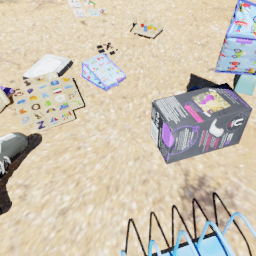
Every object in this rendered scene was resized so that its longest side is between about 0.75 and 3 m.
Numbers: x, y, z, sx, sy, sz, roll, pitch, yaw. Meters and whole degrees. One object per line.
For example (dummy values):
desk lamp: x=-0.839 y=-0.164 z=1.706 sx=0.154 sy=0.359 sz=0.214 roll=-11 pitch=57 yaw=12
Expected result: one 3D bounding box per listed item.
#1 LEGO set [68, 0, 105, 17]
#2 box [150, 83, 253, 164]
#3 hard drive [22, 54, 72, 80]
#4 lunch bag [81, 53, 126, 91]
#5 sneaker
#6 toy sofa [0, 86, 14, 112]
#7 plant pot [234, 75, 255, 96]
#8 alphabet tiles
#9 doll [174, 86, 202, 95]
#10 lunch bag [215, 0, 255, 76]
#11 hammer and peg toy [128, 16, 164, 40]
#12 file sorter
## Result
LEGO set: x=-1.262 y=-3.592 z=8.253 sx=1.187 sy=0.291 sz=0.887 roll=-21 pitch=81 yaw=-43
box: x=1.985 y=-0.149 z=7.995 sx=2.417 sy=1.478 sz=1.282 roll=-13 pitch=46 yaw=-13
hard drive: x=-3.120 y=-2.273 z=10.966 sx=1.212 sy=0.328 sz=1.735 roll=16 pitch=46 yaw=15
lunch bag: x=-0.867 y=-2.050 z=10.584 sx=1.470 sy=0.691 sz=1.106 roll=39 pitch=53 yaw=21
sneaker: x=-3.294 y=1.393 z=6.928 sx=1.571 sy=1.021 sz=2.721 roll=37 pitch=65 yaw=25
toy sofa: x=-5.326 y=-1.376 z=9.353 sx=2.647 sy=1.096 sz=1.292 roll=15 pitch=60 yaw=15
plant pot: x=4.289 y=-1.767 z=10.029 sx=0.652 sy=0.922 sz=0.652 roll=17 pitch=47 yaw=17
alphabet tiles: x=-2.770 y=-0.993 z=9.576 sx=2.126 sy=0.081 sz=2.555 roll=-21 pitch=55 yaw=-11
doll: x=2.527 y=-0.999 z=9.569 sx=1.942 sy=0.471 sz=1.325 roll=11 pitch=43 yaw=11
lunch bag: x=2.832 y=-1.535 z=5.456 sx=1.888 sy=1.421 sz=0.888 roll=18 pitch=77 yaw=14
hammer and peg toy: x=0.747 y=-4.726 z=13.273 sx=1.588 sy=0.560 sz=1.168 roll=22 pitch=50 yaw=21
file sorter: x=1.211 y=2.794 z=5.018 sx=2.492 sy=1.529 sz=1.729 roll=-14 pitch=46 yaw=-13
